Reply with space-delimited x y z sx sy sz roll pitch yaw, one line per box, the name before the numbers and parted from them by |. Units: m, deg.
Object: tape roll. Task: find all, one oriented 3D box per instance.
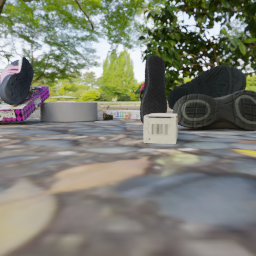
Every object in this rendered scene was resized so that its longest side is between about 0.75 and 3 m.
tape roll | -2.389 -0.678 11.441 2.304 0.761 2.304 0 5 0

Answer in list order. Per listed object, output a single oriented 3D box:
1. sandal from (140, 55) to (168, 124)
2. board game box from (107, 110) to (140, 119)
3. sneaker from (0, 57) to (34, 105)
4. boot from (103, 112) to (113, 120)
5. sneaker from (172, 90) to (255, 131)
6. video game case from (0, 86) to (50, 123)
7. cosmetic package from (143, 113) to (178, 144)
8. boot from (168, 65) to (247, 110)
sandal | 0.610 -0.906 7.074 0.722 1.922 0.433 14 -20 -25
board game box | 0.217 -0.679 13.942 2.171 0.371 1.459 4 6 41
sneaker | -3.948 -1.461 9.427 1.077 0.921 2.625 -20 34 9
boot | -0.833 -0.501 11.873 0.461 0.355 0.951 -3 3 -5
sneaker | 2.370 -0.397 7.126 2.616 0.993 1.187 4 -6 -2
video game case | -4.422 -0.884 9.934 2.547 0.503 2.811 -2 23 3
cosmetic package | 0.594 -0.015 4.861 0.537 0.453 1.039 1 4 10
boot | 2.936 -0.905 8.724 2.370 1.070 2.893 10 -15 -32
